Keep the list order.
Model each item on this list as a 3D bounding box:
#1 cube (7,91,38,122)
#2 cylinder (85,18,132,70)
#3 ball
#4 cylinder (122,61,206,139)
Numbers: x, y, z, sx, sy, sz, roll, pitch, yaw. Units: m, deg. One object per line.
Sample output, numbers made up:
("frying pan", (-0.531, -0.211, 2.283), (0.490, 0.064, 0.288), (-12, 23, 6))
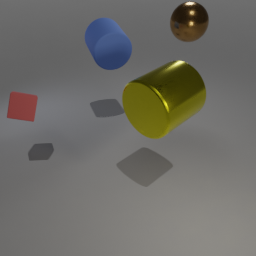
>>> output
("cube", (-2.948, -0.612, 7.846), (0.700, 0.700, 0.700), (9, 7, -20))
("cylinder", (-0.729, -3.029, 10.070), (1.400, 1.400, 1.400), (-10, 43, -17))
("ball", (2.243, -3.880, 10.283), (1.400, 1.400, 1.400), (0, 30, 0))
("cylinder", (0.824, -0.665, 6.431), (1.400, 1.400, 1.400), (-32, 42, -33))
